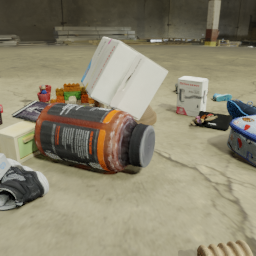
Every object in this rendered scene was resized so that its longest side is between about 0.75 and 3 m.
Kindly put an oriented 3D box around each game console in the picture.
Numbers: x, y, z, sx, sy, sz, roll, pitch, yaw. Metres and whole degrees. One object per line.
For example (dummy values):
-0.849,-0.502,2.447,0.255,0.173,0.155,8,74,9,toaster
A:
3.286,-0.210,10.631,1.214,0.706,1.068,11,53,27,game console

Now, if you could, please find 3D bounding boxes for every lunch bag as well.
4.433,0.323,8.040,2.680,1.013,2.148,-10,24,-21,lunch bag

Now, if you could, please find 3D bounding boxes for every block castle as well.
-2.431,-1.446,12.192,2.825,1.325,1.888,-4,22,-11,block castle

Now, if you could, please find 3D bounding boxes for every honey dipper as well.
0.317,2.115,4.039,2.976,0.565,0.565,-6,21,-6,honey dipper

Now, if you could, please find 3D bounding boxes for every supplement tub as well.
-0.845,0.249,7.378,2.985,1.596,1.596,9,23,23,supplement tub

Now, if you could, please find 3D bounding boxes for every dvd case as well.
-2.725,-0.491,8.629,1.376,0.110,1.023,12,36,24,dvd case

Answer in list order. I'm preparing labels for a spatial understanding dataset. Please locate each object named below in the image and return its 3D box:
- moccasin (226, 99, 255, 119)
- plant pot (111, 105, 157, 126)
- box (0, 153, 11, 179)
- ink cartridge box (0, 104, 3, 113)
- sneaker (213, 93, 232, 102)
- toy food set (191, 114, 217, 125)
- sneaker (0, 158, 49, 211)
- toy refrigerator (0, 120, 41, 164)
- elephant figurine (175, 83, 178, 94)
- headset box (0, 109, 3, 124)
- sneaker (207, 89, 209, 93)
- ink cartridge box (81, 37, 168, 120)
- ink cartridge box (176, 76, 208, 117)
4.516,-0.447,10.421,0.735,0.868,2.156,-18,37,-9,moccasin
0.130,-0.694,10.736,1.950,0.900,1.950,-2,21,1,plant pot
-3.911,1.107,5.890,2.207,0.454,1.720,6,43,20,box
-5.808,-0.746,11.682,0.655,0.370,0.892,12,23,26,ink cartridge box
4.634,-1.565,13.874,0.913,0.363,0.596,-5,23,-16,sneaker
2.745,-0.360,10.225,0.889,0.140,0.565,-20,19,0,toy food set
-2.671,1.209,6.114,1.736,0.655,0.988,13,22,24,sneaker
-2.752,0.196,8.502,0.807,0.876,2.308,10,23,24,toy refrigerator
2.831,-2.218,15.412,0.861,0.610,0.668,-21,-3,-12,elephant figurine
-5.919,-0.342,10.024,1.560,0.787,2.099,13,24,30,headset box
3.579,-2.139,15.121,1.619,0.665,0.630,13,13,-12,sneaker
-0.201,-1.565,8.671,1.701,1.746,2.717,25,12,-23,ink cartridge box
2.623,-1.291,11.499,1.106,1.518,0.644,14,25,33,ink cartridge box
